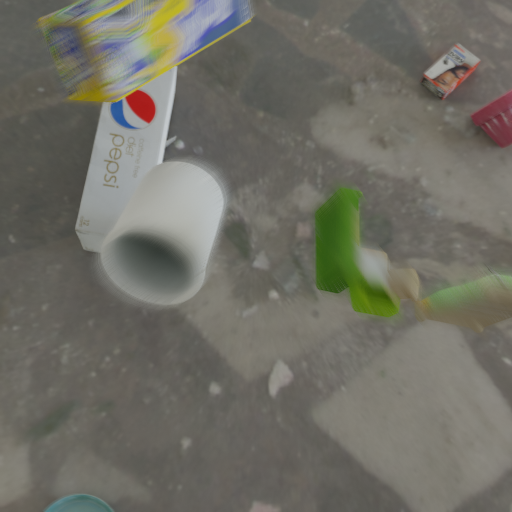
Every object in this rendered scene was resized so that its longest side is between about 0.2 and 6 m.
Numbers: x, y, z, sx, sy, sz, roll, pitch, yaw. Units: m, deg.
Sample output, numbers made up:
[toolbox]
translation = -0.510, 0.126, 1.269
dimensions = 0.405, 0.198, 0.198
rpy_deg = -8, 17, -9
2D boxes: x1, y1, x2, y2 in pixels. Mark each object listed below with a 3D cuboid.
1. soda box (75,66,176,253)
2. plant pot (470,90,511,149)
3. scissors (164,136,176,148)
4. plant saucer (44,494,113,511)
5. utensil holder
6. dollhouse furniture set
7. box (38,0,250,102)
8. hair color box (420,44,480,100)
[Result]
[soda box]
translation = -2.511, -2.052, 11.202
dimensions = 1.273, 1.362, 3.998
rpy_deg = 10, 73, -8
[plant pot]
translation = 5.261, -2.866, 11.822
dimensions = 1.092, 1.092, 0.977
rpy_deg = -32, 90, -10
[scissors]
translation = -2.679, -1.943, 11.926
dimensions = 0.824, 0.157, 2.252
rpy_deg = 34, 75, 10
[plant saucer]
translation = -3.071, 4.924, 9.634
dimensions = 1.550, 0.212, 1.550
rpy_deg = 0, 72, 0
[utensil holder]
translation = -1.394, -0.420, 8.937
dimensions = 1.567, 1.567, 1.844
rpy_deg = 11, 43, 4
[dollhouse furniture set]
translation = 2.422, 0.122, 8.074
dimensions = 3.242, 1.620, 1.251
rpy_deg = 12, 66, -16
[box]
translation = -1.618, -3.871, 9.203
dimensions = 1.167, 1.271, 3.628
rpy_deg = 15, 45, 31
[hair color box]
translation = 4.337, -4.125, 12.533
dimensions = 1.184, 0.378, 0.657
rpy_deg = -44, 77, -12
